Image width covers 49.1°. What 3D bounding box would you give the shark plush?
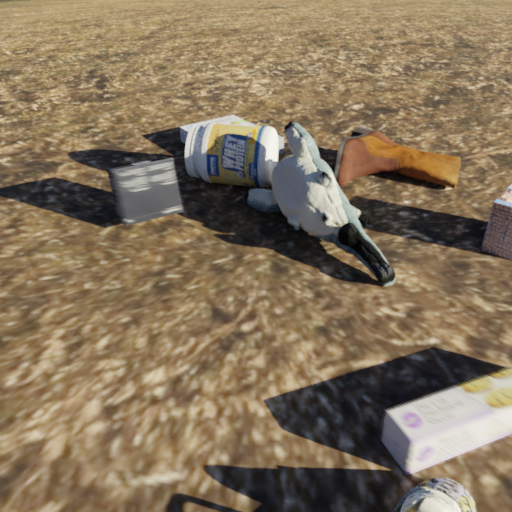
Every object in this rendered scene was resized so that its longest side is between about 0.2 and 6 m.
[{"bbox_3d":[1.529,-1.085,10.639,1.756,1.915,4.215,17,15,-34],"label":"shark plush"}]

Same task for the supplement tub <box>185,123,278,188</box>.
[{"bbox_3d":[-0.521,-2.239,12.390,1.851,1.339,1.339,6,33,10],"label":"supplement tub"}]

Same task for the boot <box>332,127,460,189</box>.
[{"bbox_3d":[3.179,-1.924,12.724,2.665,0.913,2.509,22,33,15],"label":"boot"}]

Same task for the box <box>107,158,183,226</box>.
[{"bbox_3d":[-2.180,-1.284,11.004,1.202,1.095,0.626,-16,17,-23],"label":"box"}]

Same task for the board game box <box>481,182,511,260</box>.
[{"bbox_3d":[4.732,-0.684,10.238,0.614,1.011,1.268,23,40,31],"label":"board game box"}]

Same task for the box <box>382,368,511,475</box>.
[{"bbox_3d":[2.805,1.826,6.706,2.705,0.523,0.561,-12,34,-18],"label":"box"}]

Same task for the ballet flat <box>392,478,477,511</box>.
[{"bbox_3d":[1.428,2.707,5.066,0.844,0.844,2.346,25,40,34],"label":"ballet flat"}]

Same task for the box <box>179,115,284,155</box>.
[{"bbox_3d":[-0.652,-2.983,14.421,1.756,0.464,2.252,-21,37,-30],"label":"box"}]
